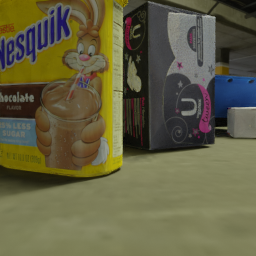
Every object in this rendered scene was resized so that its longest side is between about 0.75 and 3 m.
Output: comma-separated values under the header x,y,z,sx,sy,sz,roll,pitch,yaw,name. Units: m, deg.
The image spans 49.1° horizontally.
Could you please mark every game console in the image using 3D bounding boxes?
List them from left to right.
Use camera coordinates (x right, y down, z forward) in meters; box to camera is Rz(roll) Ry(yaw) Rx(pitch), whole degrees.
x,y,z,sx,sy,sz,roll,pitch,yaw,name
2.379,-0.950,8.454,2.944,1.742,2.513,0,21,-19,game console

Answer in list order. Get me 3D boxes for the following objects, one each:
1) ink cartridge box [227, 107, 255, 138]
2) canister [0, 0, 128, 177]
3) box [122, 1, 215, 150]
x,y,z,sx,sy,sz,roll,pitch,yaw,name
3.758,-0.164,7.048,2.261,0.763,1.317,1,4,12,ink cartridge box
-0.824,-0.641,3.354,1.658,2.233,0.966,2,5,25,canister
0.673,-0.859,5.309,1.575,2.383,1.367,-2,5,-30,box
